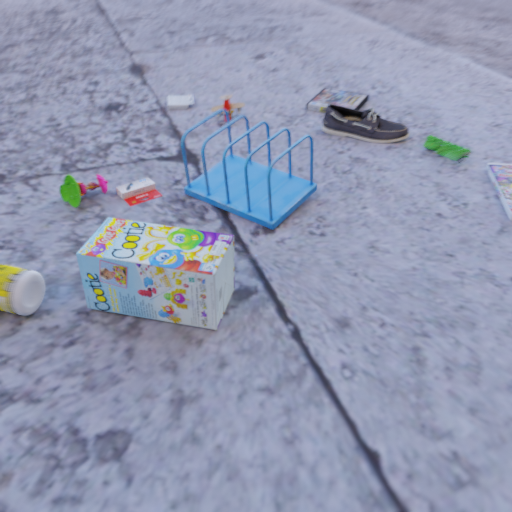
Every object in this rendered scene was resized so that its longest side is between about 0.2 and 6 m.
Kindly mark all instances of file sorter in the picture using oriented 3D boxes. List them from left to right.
[{"bbox_3d":[-0.164,-1.854,11.324,2.315,1.420,1.606,24,49,29],"label":"file sorter"}]

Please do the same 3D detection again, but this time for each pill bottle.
[{"bbox_3d":[-4.075,0.484,8.841,1.266,0.712,0.712,10,38,13],"label":"pill bottle"}]

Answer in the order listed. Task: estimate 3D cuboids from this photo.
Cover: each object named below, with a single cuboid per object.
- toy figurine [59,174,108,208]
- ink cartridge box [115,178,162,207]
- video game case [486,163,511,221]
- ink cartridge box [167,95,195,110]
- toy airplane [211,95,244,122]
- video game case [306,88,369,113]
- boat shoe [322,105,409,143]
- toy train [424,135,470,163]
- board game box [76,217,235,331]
[{"bbox_3d":[-3.511,-1.399,11.625,0.823,0.671,0.894,-20,10,-41],"label":"toy figurine"},{"bbox_3d":[-2.472,-1.360,11.832,0.770,0.172,0.678,-23,41,-28],"label":"ink cartridge box"},{"bbox_3d":[5.886,-1.348,11.792,1.572,0.198,2.196,4,36,5],"label":"video game case"},{"bbox_3d":[-2.137,-4.363,15.903,0.763,0.155,0.762,-4,37,-6],"label":"ink cartridge box"},{"bbox_3d":[-0.768,-3.970,15.084,0.719,0.507,0.716,39,83,25],"label":"toy airplane"},{"bbox_3d":[2.317,-4.365,15.875,1.364,0.193,1.510,16,39,21],"label":"video game case"},{"bbox_3d":[2.758,-3.357,14.087,2.206,0.692,0.801,11,38,14],"label":"boat shoe"},{"bbox_3d":[4.474,-2.507,13.176,0.259,0.350,1.241,6,23,-39],"label":"toy train"},{"bbox_3d":[-1.513,0.249,8.835,2.153,1.129,1.109,9,37,10],"label":"board game box"}]
